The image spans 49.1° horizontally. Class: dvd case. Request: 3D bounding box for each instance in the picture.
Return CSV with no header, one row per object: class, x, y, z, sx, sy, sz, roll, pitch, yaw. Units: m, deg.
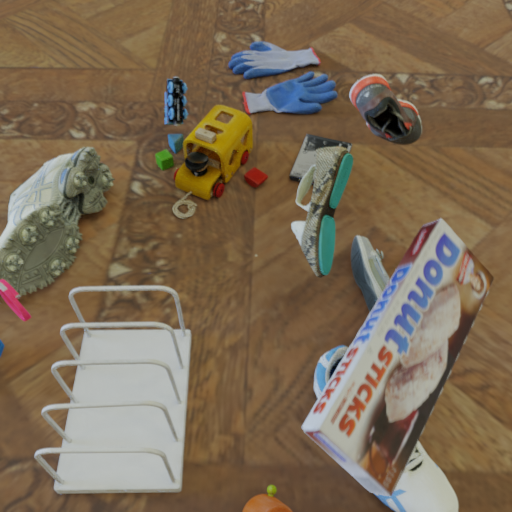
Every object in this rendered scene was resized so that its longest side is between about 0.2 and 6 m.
dvd case,1.285,-1.864,11.042,0.962,0.158,1.280,15,55,11

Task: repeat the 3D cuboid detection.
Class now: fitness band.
fitness band,-2.678,0.489,6.178,0.566,0.407,0.106,37,58,26

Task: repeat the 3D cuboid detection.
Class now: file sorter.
file sorter,-1.824,1.753,7.501,1.640,1.472,2.364,-1,54,0

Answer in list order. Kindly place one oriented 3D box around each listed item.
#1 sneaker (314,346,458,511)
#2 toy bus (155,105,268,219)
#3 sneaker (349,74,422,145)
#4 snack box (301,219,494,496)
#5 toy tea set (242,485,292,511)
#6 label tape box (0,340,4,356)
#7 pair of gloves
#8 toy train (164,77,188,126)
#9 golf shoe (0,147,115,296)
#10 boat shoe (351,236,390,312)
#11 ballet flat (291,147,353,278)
sneaker,1.643,2.337,7.400,0.937,0.945,2.607,-26,59,-20
toy bus,-0.878,-1.944,10.542,1.918,1.050,2.033,-15,54,-11
sneaker,2.216,-2.137,9.179,0.788,2.046,0.838,-36,58,28
snack box,1.893,1.112,6.971,1.220,0.413,3.394,44,61,-12
toy tea set,-0.087,3.803,6.590,2.062,0.763,1.226,-36,90,-27
label tape box,-4.479,1.582,8.309,1.157,0.366,0.835,3,53,2
pair of gloves,0.558,-4.069,12.619,2.146,0.304,2.669,-10,54,-7
toy train,-1.566,-2.952,10.774,0.398,0.918,0.524,-5,8,-26
golf shoe,-3.768,-0.594,9.695,1.520,1.224,3.126,2,47,26
boat shoe,1.959,0.346,9.151,0.497,0.572,1.551,-8,57,-14
ballet flat,0.905,-0.670,8.271,0.728,0.656,1.934,11,88,30
